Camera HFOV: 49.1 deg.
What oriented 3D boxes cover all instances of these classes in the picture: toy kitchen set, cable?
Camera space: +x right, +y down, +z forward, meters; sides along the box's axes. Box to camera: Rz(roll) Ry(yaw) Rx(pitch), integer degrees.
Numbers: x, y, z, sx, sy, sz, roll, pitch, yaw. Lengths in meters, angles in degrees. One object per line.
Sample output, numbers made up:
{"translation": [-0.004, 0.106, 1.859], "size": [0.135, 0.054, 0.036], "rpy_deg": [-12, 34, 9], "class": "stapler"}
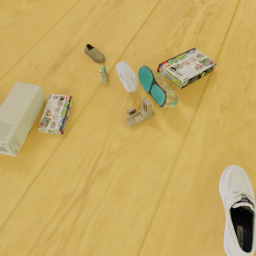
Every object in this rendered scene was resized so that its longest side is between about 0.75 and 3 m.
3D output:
{"translation": [0.263, -0.613, 9.251], "size": [0.828, 0.747, 0.675], "rpy_deg": [-28, 59, -14], "class": "toy kitchen set"}
{"translation": [-0.046, -1.742, 9.626], "size": [0.381, 1.099, 1.099], "rpy_deg": [-27, 72, -6], "class": "cable"}

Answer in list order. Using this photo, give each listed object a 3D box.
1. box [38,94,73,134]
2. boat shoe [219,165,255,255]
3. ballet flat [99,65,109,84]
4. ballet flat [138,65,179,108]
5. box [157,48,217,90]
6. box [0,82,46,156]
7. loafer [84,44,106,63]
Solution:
{"translation": [-2.421, -0.488, 9.466], "size": [0.814, 0.257, 1.480], "rpy_deg": [6, 55, 4], "class": "box"}
{"translation": [2.986, 2.071, 7.320], "size": [0.968, 0.860, 2.632], "rpy_deg": [4, 55, 3], "class": "boat shoe"}
{"translation": [-0.936, -2.006, 10.516], "size": [0.318, 0.318, 0.899], "rpy_deg": [-10, 57, -7], "class": "ballet flat"}
{"translation": [1.059, -1.427, 9.788], "size": [0.816, 0.816, 2.309], "rpy_deg": [-17, 42, -11], "class": "ballet flat"}
{"translation": [2.202, -2.238, 10.310], "size": [2.127, 0.369, 1.171], "rpy_deg": [-31, 63, -34], "class": "box"}
{"translation": [-3.599, -0.343, 9.028], "size": [0.976, 0.812, 2.376], "rpy_deg": [12, 56, 8], "class": "box"}
{"translation": [-1.341, -2.969, 11.117], "size": [1.125, 0.379, 0.428], "rpy_deg": [35, 62, 22], "class": "loafer"}
